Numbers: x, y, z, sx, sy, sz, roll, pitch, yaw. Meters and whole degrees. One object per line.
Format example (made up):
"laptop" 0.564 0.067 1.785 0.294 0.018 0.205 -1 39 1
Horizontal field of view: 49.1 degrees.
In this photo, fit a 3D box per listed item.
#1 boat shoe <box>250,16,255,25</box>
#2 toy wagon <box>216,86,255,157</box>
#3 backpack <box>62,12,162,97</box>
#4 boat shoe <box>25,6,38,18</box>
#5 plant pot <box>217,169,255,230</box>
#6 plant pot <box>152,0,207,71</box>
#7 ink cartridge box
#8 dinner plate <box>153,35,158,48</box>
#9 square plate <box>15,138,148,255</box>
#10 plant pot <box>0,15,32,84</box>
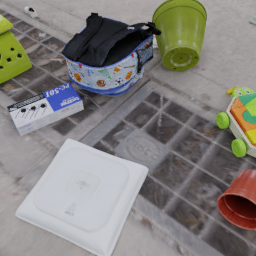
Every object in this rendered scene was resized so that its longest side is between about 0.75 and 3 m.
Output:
"boat shoe" 5.763 -4.553 11.675 1.268 0.393 0.457 4 51 3
"toy wagon" 3.779 -0.319 8.139 2.278 0.581 2.936 -11 52 -9
"backpack" -0.692 -2.193 8.732 2.662 2.051 2.536 21 46 28
"boat shoe" -4.243 -5.114 12.181 0.341 0.311 0.947 -28 56 -21
"plant pot" 2.748 1.561 6.412 1.058 1.058 1.029 30 49 22
"plant pot" 1.791 -3.076 9.704 1.960 1.960 1.887 3 63 2
"ink cartridge box" -2.466 -0.609 8.458 2.024 0.448 0.952 -26 56 -19
"dinner plate" 0.965 -3.331 10.880 0.858 0.104 0.858 -1 51 1
"square plate" -1.057 1.473 6.852 2.487 0.354 2.463 19 53 15
"plant pot" -4.843 -2.782 9.260 2.145 1.946 2.134 -37 61 -25
